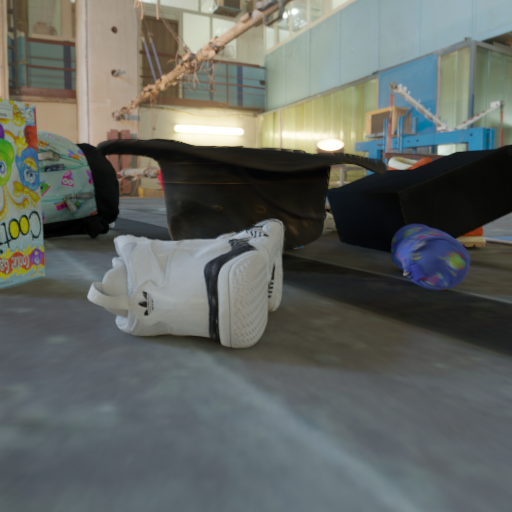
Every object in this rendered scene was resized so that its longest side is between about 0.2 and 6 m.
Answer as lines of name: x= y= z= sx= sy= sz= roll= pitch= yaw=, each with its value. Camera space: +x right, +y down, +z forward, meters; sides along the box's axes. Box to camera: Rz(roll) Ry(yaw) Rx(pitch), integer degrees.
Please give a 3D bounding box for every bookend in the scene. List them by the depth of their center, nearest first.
bookend: x=2.848 y=-1.018 z=9.792 sx=2.338 sy=1.084 sz=2.353 roll=-23 pitch=15 yaw=-18

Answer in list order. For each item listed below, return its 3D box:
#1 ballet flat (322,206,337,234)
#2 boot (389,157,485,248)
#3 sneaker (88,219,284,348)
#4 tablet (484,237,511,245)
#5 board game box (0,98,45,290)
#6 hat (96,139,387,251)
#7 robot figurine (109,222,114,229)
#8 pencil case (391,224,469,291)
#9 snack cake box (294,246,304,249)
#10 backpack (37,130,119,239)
ballet flat: x=1.554 y=-0.801 z=12.357 sx=0.704 sy=0.760 sz=2.156 roll=15 pitch=17 yaw=35
boot: x=3.239 y=-1.032 z=10.517 sx=1.051 sy=1.502 sz=2.801 roll=0 pitch=20 yaw=-25
sneaker: x=-0.450 y=0.120 z=4.651 sx=1.248 sy=0.816 sz=2.171 roll=4 pitch=11 yaw=8
tablet: x=5.037 y=-0.247 z=10.391 sx=0.919 sy=0.096 sz=1.413 roll=-2 pitch=9 yaw=-19
board game box: x=-3.146 y=-0.690 z=6.238 sx=1.061 sy=2.022 sz=1.042 roll=2 pitch=8 yaw=15
hat: x=-0.222 y=-0.790 z=8.041 sx=4.004 sy=1.615 sz=4.004 roll=4 pitch=12 yaw=-1
robot figurine: x=-3.796 y=-0.811 z=13.966 sx=0.505 sy=0.380 sz=0.315 roll=0 pitch=-10 yaw=2
pencil case: x=1.953 y=-0.007 z=6.535 sx=0.681 sy=0.612 sz=1.569 roll=-21 pitch=5 yaw=8
snack cake box: x=-0.402 y=-0.670 z=10.398 sx=1.585 sy=0.926 sz=2.756 roll=-5 pitch=8 yaw=-20
backpack: x=-4.921 y=-1.456 z=11.442 sx=3.550 sy=2.247 sz=2.962 roll=-8 pitch=13 yaw=-33
